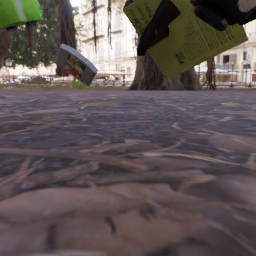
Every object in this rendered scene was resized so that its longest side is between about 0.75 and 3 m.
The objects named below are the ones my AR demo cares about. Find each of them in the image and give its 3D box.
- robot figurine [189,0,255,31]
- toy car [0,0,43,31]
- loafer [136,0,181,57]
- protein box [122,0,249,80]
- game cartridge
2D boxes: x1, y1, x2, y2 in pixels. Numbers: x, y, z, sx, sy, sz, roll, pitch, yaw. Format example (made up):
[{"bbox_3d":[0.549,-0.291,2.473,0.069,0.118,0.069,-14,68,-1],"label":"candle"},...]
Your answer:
[{"bbox_3d":[1.674,-2.490,4.932,1.686,1.052,1.267,22,41,-21],"label":"robot figurine"},{"bbox_3d":[-2.879,-2.225,5.679,2.209,2.348,0.524,-16,13,-3],"label":"toy car"},{"bbox_3d":[0.574,-1.852,5.473,0.467,0.477,1.308,25,-39,-11],"label":"loafer"},{"bbox_3d":[1.522,-3.028,7.508,2.344,2.326,1.581,-24,32,25],"label":"protein box"},{"bbox_3d":[-1.837,-2.254,9.989,1.036,1.556,0.318,-47,9,52],"label":"game cartridge"}]
